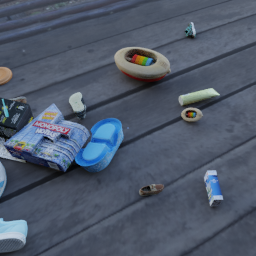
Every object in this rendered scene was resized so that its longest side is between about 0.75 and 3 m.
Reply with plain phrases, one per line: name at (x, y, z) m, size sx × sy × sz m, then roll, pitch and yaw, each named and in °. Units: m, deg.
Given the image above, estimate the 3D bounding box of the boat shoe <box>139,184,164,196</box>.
boat shoe at (0.814, 2.077, 9.486) m, size 0.880 × 0.316 × 0.333 m, roll -14°, pitch 53°, yaw -11°

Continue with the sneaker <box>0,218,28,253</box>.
sneaker at (-4.113, 3.212, 8.402) m, size 2.247 × 0.831 × 0.921 m, roll -2°, pitch 31°, yaw -3°

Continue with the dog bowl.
dog bowl at (-0.969, 0.630, 10.270) m, size 1.288 × 0.573 × 2.310 m, roll 5°, pitch 49°, yaw 31°

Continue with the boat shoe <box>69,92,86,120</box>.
boat shoe at (-2.100, -0.956, 11.805) m, size 0.592 × 0.558 × 1.649 m, roll -22°, pitch 39°, yaw -2°

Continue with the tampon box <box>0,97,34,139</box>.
tampon box at (-4.653, -0.352, 10.765) m, size 1.575 × 0.994 × 1.180 m, roll 13°, pitch 55°, yaw 4°

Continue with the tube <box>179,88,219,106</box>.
tube at (3.058, -1.366, 12.126) m, size 1.688 × 0.438 × 0.490 m, roll -16°, pitch 79°, yaw -9°

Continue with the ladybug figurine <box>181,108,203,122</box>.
ladybug figurine at (2.634, -0.512, 11.455) m, size 0.877 × 0.315 × 0.595 m, roll 10°, pitch 77°, yaw 29°

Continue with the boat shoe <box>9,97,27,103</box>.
boat shoe at (-4.845, -1.039, 11.919) m, size 1.075 × 0.407 × 0.386 m, roll -12°, pitch 82°, yaw 5°

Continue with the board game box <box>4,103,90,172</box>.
board game box at (-2.788, 0.208, 10.346) m, size 2.418 × 0.746 × 2.416 m, roll 11°, pitch 50°, yaw 22°

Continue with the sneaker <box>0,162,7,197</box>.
sneaker at (-4.753, 2.018, 9.061) m, size 1.008 × 1.064 × 2.635 m, roll -1°, pitch 51°, yaw 1°

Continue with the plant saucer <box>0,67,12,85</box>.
plant saucer at (-6.119, -2.464, 13.185) m, size 1.252 × 0.202 × 1.252 m, roll 0°, pitch 51°, yaw 0°

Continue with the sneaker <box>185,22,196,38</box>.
sneaker at (3.370, -5.408, 15.398) m, size 0.529 × 0.450 × 1.159 m, roll -4°, pitch 50°, yaw 1°

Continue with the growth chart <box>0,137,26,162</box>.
growth chart at (-4.290, 0.473, 10.834) m, size 2.706 × 0.240 × 1.958 m, roll 7°, pitch 51°, yaw 5°

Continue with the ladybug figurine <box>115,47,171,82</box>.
ladybug figurine at (0.664, -2.870, 12.988) m, size 2.717 × 0.977 × 1.844 m, roll 22°, pitch 54°, yaw 19°

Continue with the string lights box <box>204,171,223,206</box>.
string lights box at (2.857, 2.018, 9.389) m, size 0.310 × 0.540 × 1.051 m, roll -2°, pitch 51°, yaw -1°
